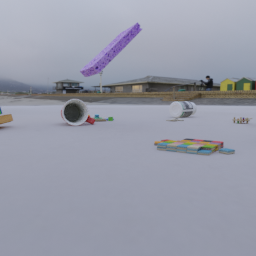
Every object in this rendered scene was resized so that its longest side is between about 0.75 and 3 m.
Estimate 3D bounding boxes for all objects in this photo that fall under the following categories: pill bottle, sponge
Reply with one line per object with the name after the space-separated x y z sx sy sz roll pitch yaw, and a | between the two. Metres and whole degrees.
3.566 -1.202 17.972 1.805 1.021 1.021 -6 8 -44 | pill bottle
-0.679 -3.073 11.130 2.652 0.395 1.479 -49 22 -17 | sponge

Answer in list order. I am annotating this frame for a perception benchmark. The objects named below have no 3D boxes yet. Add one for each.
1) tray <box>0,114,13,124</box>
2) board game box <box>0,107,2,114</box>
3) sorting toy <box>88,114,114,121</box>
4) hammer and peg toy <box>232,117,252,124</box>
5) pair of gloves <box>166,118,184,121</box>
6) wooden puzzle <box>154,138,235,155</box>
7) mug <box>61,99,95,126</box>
-5.400 -0.234 11.136 0.945 0.355 1.917 -15 6 -1 | tray
-5.970 -0.435 10.860 1.508 0.384 2.227 -20 8 -38 | board game box
-1.906 -0.554 15.117 2.407 0.328 1.356 -2 6 -16 | sorting toy
5.532 -0.356 13.454 0.612 0.293 0.832 -1 6 -25 | hammer and peg toy
2.510 -0.445 15.017 0.796 0.140 0.677 -6 8 -37 | pair of gloves
1.502 0.417 6.738 2.079 0.146 1.233 4 7 33 | wooden puzzle
-2.473 -0.557 13.077 1.163 1.548 1.744 -40 14 -14 | mug
